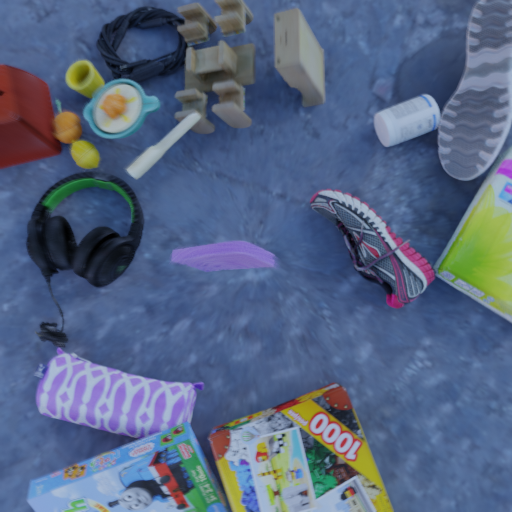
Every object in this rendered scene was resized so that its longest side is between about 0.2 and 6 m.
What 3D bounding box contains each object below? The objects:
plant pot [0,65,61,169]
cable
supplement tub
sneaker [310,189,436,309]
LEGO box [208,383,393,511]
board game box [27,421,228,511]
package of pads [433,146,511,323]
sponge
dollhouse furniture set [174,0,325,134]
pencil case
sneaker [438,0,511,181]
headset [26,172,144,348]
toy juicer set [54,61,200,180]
[{"bbox_3d":[-4.252,-2.364,9.290,1.400,1.235,1.402,-14,82,-2],"label":"plant pot"},{"bbox_3d":[-1.944,-3.793,9.959,1.672,0.425,1.364,-27,75,-7],"label":"cable"},{"bbox_3d":[2.580,-2.313,9.591,0.953,0.629,0.629,-20,82,-3],"label":"supplement tub"},{"bbox_3d":[1.793,-0.174,9.119,2.377,0.958,0.887,43,86,5],"label":"sneaker"},{"bbox_3d":[0.800,3.682,8.460,2.173,1.126,2.918,-21,82,-3],"label":"LEGO box"},{"bbox_3d":[-1.823,3.631,8.351,2.396,0.438,1.812,-20,119,-2],"label":"board game box"},{"bbox_3d":[4.379,-0.260,9.176,1.952,0.862,2.527,32,84,6],"label":"package of pads"},{"bbox_3d":[-0.516,0.023,8.560,1.424,0.794,0.212,-5,72,39],"label":"sponge"},{"bbox_3d":[-0.111,-3.185,9.606,2.257,1.499,1.978,-3,81,22],"label":"dollhouse furniture set"},{"bbox_3d":[-2.160,2.230,8.789,2.464,1.034,1.053,15,52,1],"label":"pencil case"},{"bbox_3d":[3.975,-2.708,9.413,1.116,1.224,2.986,20,101,35],"label":"sneaker"},{"bbox_3d":[-2.891,0.023,9.226,1.777,1.352,2.877,12,67,6],"label":"headset"},{"bbox_3d":[-2.382,-2.125,9.152,2.559,0.696,1.628,27,86,22],"label":"toy juicer set"}]
